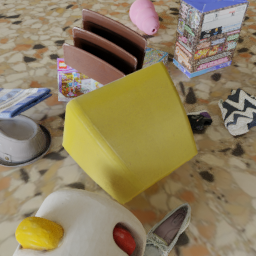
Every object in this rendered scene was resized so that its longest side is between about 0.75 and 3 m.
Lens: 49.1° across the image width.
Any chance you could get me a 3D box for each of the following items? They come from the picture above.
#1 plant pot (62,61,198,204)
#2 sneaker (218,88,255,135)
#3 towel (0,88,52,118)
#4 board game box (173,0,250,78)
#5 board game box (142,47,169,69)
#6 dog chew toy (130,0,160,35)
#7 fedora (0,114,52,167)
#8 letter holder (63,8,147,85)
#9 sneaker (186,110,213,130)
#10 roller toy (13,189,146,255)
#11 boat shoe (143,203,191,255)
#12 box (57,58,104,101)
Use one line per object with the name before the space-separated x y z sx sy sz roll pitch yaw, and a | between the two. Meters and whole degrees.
plant pot | 0.129 0.403 7.747 2.874 2.874 2.535 -28 76 -25
sneaker | 4.518 -0.860 10.109 2.667 1.064 1.735 -18 56 -3
towel | -4.355 -0.949 9.955 2.824 0.336 2.074 5 31 29
board game box | 3.351 -3.910 11.798 2.304 2.889 1.399 -19 49 -18
board game box | 0.494 -2.867 12.252 1.736 0.442 2.583 22 42 19
dog chew toy | 0.967 -5.783 14.775 1.408 1.408 2.261 -14 56 -13
fedora | -3.634 0.230 9.118 2.229 1.006 1.971 23 50 21
letter holder | -0.780 -2.506 9.120 2.467 1.753 1.240 30 60 10
sneaker | 2.347 -0.207 9.901 1.417 0.536 0.620 -17 54 -16
roller toy | -0.962 2.625 5.738 2.445 2.680 1.873 21 48 3
boat shoe | 0.920 2.663 7.024 1.952 0.626 0.719 -35 55 -29
box | -1.476 -1.807 10.696 2.355 1.612 0.460 3 14 2
